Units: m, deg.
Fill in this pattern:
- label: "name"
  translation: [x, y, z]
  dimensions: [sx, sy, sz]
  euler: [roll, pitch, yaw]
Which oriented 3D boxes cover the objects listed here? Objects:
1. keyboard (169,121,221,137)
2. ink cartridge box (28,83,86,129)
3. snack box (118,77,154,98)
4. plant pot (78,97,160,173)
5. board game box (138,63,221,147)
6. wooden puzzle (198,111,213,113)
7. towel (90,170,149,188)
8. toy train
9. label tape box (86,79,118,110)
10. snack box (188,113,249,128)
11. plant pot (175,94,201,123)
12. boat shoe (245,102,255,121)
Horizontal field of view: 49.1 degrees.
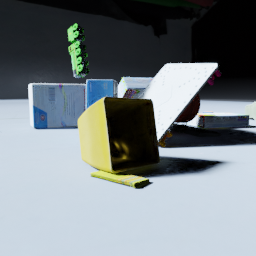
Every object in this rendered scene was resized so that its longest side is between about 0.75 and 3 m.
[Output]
- label: "keyboard"
  translation: [2.261, -0.065, 10.404]
  dimensions: [1.247, 0.475, 2.396]
  euler: [-3, 7, -20]
- label: "ink cartridge box"
  translation: [-2.867, -0.973, 11.999]
  dimensions: [2.494, 1.802, 1.056]
  euler: [-3, 6, -26]
- label: "snack box"
  translation: [0.351, -1.665, 15.591]
  dimensions: [2.226, 0.893, 2.640]
  euler: [-3, -28, -27]
- label: "plant pot"
  translation: [-0.287, 0.169, 5.767]
  dimensions: [1.359, 1.359, 1.199]
  euler: [-3, -5, -45]
- label: "board game box"
  translation: [1.175, -0.879, 8.968]
  dimensions: [0.371, 2.869, 2.869]
  euler: [42, -7, -25]
- label: "wooden puzzle"
  translation: [3.622, -0.631, 14.581]
  dimensions: [1.817, 0.454, 1.961]
  euler: [5, 9, 37]
- label: "towel"
  translation: [-0.157, 0.870, 4.890]
  dimensions: [1.026, 0.093, 0.441]
  euler: [5, 4, 39]
- label: "toy train"
  translation: [-1.737, -2.637, 9.620]
  dimensions: [0.593, 2.104, 0.439]
  euler: [-22, -24, 32]
- label: "label tape box"
  translation: [-0.809, -0.652, 9.367]
  dimensions: [0.865, 1.874, 2.616]
  euler: [0, 8, 1]
- label: "snack box"
  translation: [3.850, -0.352, 12.077]
  dimensions: [2.111, 0.559, 1.501]
  euler: [-2, 8, -13]
- label: "plant pot"
  translation: [1.540, -0.840, 10.379]
  dimensions: [1.670, 1.670, 1.624]
  euler: [7, 17, 42]
- label: "boat shoe"
  translation: [6.716, -0.847, 14.170]
  dimensions: [0.831, 0.984, 2.760]
  euler: [-3, 5, 7]
